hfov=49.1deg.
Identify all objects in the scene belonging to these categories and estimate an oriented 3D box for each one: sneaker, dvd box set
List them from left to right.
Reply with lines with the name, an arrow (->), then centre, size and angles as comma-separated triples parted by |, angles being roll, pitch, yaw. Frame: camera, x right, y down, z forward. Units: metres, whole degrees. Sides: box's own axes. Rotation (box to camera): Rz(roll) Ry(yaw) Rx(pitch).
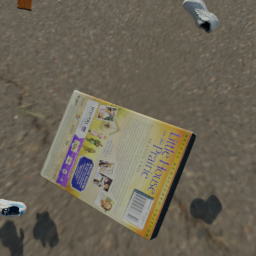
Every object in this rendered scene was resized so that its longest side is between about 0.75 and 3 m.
sneaker -> -2.474, 1.590, 5.519 | 0.876, 0.318, 0.315 | 4, 93, -5
dvd box set -> -0.244, 0.435, 4.173 | 2.104, 0.309, 1.539 | 21, 90, 28
sneaker -> 1.762, -2.751, 6.886 | 1.051, 0.410, 0.522 | 36, 56, -7

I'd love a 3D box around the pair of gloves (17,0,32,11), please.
pair of gloves -> -2.843, -3.517, 6.473 | 1.450, 1.292, 0.179 | 14, 29, -8
